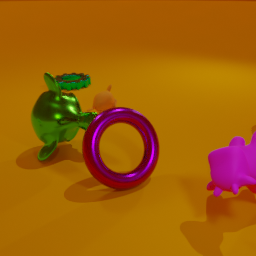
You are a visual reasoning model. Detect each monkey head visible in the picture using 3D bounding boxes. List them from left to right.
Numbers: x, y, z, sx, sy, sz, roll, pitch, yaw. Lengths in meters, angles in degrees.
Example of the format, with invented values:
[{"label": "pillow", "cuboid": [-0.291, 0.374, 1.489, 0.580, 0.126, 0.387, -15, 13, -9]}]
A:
[{"label": "monkey head", "cuboid": [-1.433, -0.202, 6.191, 1.388, 1.929, 1.163, 12, 9, 38]}, {"label": "monkey head", "cuboid": [-0.754, -0.752, 8.275, 1.084, 0.653, 0.780, -51, 25, -16]}]

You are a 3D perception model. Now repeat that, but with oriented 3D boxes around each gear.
[{"label": "gear", "cuboid": [-2.201, -1.833, 10.922, 1.477, 0.273, 1.477, -1, 26, 0]}]

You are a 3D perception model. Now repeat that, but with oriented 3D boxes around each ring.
[{"label": "ring", "cuboid": [-0.101, 0.375, 5.336, 1.575, 1.575, 0.315, -14, -1, -26]}]

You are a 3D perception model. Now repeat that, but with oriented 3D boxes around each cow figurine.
[{"label": "cow figurine", "cuboid": [1.927, 0.719, 4.506, 0.806, 1.468, 1.445, -24, 28, 47]}]
